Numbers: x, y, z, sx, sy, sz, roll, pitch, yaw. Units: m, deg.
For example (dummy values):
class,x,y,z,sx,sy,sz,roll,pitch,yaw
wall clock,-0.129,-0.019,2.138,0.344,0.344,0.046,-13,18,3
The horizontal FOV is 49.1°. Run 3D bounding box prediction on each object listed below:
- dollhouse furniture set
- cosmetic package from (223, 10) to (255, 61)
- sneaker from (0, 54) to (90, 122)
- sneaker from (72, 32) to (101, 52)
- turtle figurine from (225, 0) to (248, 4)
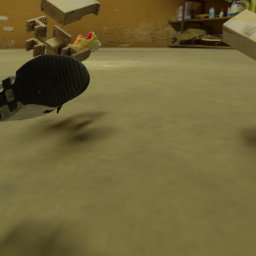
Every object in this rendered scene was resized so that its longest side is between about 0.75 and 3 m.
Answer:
class,x,y,z,sx,sy,sz,roll,pitch,yaw
dollhouse furniture set,-1.960,-3.019,8.954,1.991,2.271,1.509,38,47,12
cosmetic package,3.757,-2.613,8.113,0.990,0.669,1.883,-35,52,-7
sneaker,-1.248,-0.529,4.079,1.876,0.695,0.830,-12,-5,25
sneaker,-1.758,-2.979,10.077,1.543,0.697,0.603,-33,44,-21
turtle figurine,2.961,-3.825,7.702,0.969,0.719,0.999,3,-27,-20
